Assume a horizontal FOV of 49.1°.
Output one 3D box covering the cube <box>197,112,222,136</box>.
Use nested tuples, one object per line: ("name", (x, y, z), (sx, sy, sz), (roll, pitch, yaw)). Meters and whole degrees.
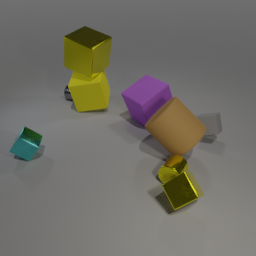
("cube", (2.929, -0.141, 10.080), (0.700, 0.700, 0.700), (-7, 7, 31))

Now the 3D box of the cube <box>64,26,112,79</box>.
("cube", (-1.658, -3.121, 11.533), (1.400, 1.400, 1.400), (27, 45, 16))

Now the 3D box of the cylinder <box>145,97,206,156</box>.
("cylinder", (1.489, -0.026, 8.897), (1.400, 1.400, 1.400), (45, 36, -4))

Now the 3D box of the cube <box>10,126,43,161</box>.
("cube", (-3.350, 0.518, 9.260), (0.700, 0.700, 0.700), (32, 25, -22))

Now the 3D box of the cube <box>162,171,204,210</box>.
("cube", (1.403, 1.572, 7.111), (0.700, 0.700, 0.700), (15, 45, -63))

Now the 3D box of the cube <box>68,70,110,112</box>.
("cube", (-1.662, -1.738, 12.412), (1.400, 1.400, 1.400), (-7, 40, 8))

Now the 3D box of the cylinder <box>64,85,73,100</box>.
("cylinder", (-2.600, -1.684, 13.498), (0.700, 0.700, 0.700), (10, 31, 17))

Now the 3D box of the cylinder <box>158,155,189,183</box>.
("cylinder", (1.348, 1.256, 8.265), (0.700, 0.700, 0.700), (17, 34, 27))

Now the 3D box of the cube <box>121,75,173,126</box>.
("cube", (0.841, -1.037, 11.203), (1.400, 1.400, 1.400), (-38, 42, -15))
